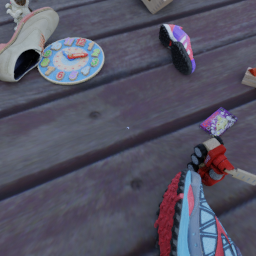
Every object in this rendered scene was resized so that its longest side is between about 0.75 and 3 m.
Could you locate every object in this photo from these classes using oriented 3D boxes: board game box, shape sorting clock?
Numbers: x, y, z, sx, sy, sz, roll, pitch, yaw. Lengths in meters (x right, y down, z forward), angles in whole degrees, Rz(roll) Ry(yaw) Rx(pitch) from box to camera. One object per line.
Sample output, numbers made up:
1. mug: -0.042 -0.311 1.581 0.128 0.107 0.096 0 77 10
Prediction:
1. board game box: 2.301 -0.135 7.086 0.889 0.144 0.533 -36 56 -25
2. shape sorting clock: -1.722 -2.083 8.444 2.008 0.394 2.008 0 52 0

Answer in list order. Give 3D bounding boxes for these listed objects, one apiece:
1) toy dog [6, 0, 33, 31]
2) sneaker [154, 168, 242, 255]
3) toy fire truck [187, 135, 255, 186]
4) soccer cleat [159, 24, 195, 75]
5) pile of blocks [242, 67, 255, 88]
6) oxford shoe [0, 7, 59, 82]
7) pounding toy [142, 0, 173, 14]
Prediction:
1. toy dog: -3.575 -4.001 9.487 1.098 1.133 0.791 -5 53 -4
2. sneaker: 1.263 2.161 4.852 1.422 1.181 2.978 15 53 -12
3. toy fire truck: 1.927 0.860 5.719 0.757 1.036 1.177 -23 57 -19
4. soccer cleat: 1.664 -2.479 8.574 0.813 0.758 2.222 -9 50 -14
5. pile of blocks: 4.056 -1.182 7.589 0.821 0.622 2.000 -31 58 -22
6. oxford shoe: -2.807 -2.430 8.320 1.107 1.061 2.998 21 65 19
7. pounding toy: 1.154 -5.595 10.414 2.108 0.964 1.852 -43 98 -28
